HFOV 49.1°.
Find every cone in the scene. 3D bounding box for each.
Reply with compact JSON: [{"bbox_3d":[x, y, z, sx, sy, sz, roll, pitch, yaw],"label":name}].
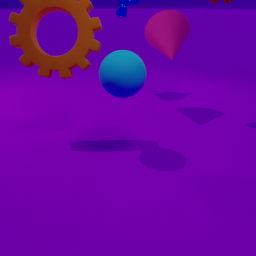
[{"bbox_3d":[1.206,-2.409,8.097,1.369,1.369,1.374,0,53,-1],"label":"cone"}]

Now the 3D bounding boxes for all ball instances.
[{"bbox_3d":[-0.112,-1.146,5.995,1.004,1.004,1.004,0,25,0],"label":"ball"}]

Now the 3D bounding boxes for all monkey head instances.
[{"bbox_3d":[-0.063,-4.606,9.788,1.701,1.224,1.025,16,53,-8],"label":"monkey head"}]

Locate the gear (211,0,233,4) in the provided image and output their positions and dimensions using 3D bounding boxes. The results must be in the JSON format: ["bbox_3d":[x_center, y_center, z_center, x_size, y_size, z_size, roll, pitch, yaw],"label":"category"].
[{"bbox_3d":[2.257,-3.796,6.708,1.503,1.503,0.278,19,51,35],"label":"gear"}]

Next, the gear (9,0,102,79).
[{"bbox_3d":[-1.622,-2.150,6.360,2.018,2.018,0.373,0,8,1],"label":"gear"}]
